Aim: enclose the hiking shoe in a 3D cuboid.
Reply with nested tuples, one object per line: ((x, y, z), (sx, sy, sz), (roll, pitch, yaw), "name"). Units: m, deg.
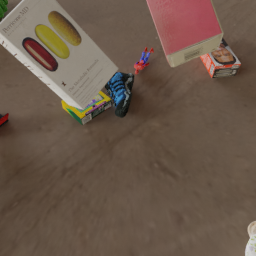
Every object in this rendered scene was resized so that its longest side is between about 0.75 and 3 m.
((-0.324, -1.024, 8.470), (0.850, 0.729, 1.960), (12, 40, -5), "hiking shoe")

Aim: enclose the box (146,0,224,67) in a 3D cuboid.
((1.209, -2.921, 6.753), (1.323, 1.553, 2.428), (-20, 87, 13), "box")

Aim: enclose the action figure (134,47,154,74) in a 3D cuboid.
((0.534, -2.342, 9.865), (0.407, 0.322, 1.245), (17, 57, 20), "action figure")

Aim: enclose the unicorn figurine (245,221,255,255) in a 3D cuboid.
((2.606, 2.953, 5.175), (1.933, 1.039, 2.814), (9, 36, 20), "unicorn figurine")

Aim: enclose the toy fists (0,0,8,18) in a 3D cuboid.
((-6.195, -4.713, 11.382), (1.461, 0.985, 2.865), (25, 54, 19), "toy fists")

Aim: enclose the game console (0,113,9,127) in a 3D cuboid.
((-3.887, -0.163, 7.923), (0.764, 0.526, 0.887), (29, 56, 22), "game console")

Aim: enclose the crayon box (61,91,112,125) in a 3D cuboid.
((-1.253, -0.745, 8.521), (1.160, 0.338, 1.000), (-36, 58, -26), "crayon box")

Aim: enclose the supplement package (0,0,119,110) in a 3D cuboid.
((-1.395, -1.460, 5.459), (1.145, 2.014, 1.103), (-52, 27, -10), "supplement package")

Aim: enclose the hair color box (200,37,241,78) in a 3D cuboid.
((3.111, -2.583, 9.887), (0.928, 0.560, 1.828), (-8, 52, -7), "hair color box")
